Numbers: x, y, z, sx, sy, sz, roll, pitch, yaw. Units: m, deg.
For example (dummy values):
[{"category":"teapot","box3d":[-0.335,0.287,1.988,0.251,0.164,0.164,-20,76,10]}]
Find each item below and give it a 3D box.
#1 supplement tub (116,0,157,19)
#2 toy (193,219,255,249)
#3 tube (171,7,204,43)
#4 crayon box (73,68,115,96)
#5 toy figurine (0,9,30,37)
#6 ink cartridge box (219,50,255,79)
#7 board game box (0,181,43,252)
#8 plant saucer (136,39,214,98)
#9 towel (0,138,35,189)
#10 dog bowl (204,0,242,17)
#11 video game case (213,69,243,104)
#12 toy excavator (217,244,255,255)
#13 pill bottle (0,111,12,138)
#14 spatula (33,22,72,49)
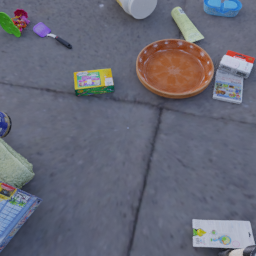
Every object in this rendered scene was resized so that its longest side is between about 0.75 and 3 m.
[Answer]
[{"category":"supplement tub","box3d":[0.185,-5.527,11.419,1.416,1.416,1.948,-24,61,-15]},{"category":"toy","box3d":[2.273,2.630,6.788,1.373,0.324,0.790,0,32,12]},{"category":"tube","box3d":[2.273,-4.045,11.092,0.468,0.523,1.804,9,48,-46]},{"category":"crayon box","box3d":[-1.157,-1.555,9.488,1.310,0.382,0.778,-7,58,-5]},{"category":"toy figurine","box3d":[-4.336,-4.267,11.107,1.137,0.854,1.047,40,54,-1]},{"category":"ink cartridge box","box3d":[3.935,-2.400,10.008,1.048,0.368,1.289,23,59,16]},{"category":"board game box","box3d":[-3.730,2.301,6.370,2.533,0.781,2.531,22,71,2]},{"category":"plant saucer","box3d":[1.615,-2.075,9.805,2.668,0.431,2.668,-1,57,1]},{"category":"towel","box3d":[-4.158,1.033,7.587,2.856,0.521,2.119,38,71,17]},{"category":"dog bowl","box3d":[3.922,-5.074,11.746,1.557,0.386,0.868,11,58,6]},{"category":"video game case","box3d":[3.431,-1.430,9.572,0.923,0.116,1.290,13,58,8]},{"category":"toy excavator","box3d":[3.581,3.150,6.047,2.958,1.477,2.876,15,60,-5]},{"category":"pill bottle","box3d":[-3.153,-0.096,6.051,0.629,1.126,0.629,-1,87,21]},{"category":"spatula","box3d":[-2.899,-3.545,10.880,1.905,0.196,0.538,33,65,19]}]
